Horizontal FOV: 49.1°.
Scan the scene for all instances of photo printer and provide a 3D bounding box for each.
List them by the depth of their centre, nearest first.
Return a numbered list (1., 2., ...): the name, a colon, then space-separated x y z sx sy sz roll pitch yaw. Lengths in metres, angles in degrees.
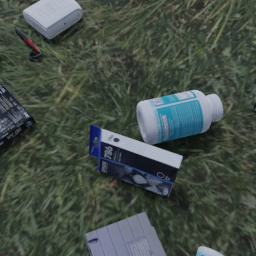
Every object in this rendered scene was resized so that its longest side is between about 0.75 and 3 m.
1. photo printer: -3.204 -5.017 12.281 1.785 0.745 2.146 38 67 20

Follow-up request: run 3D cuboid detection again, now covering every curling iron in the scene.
1. curling iron: -4.281 -3.588 11.769 0.556 0.287 2.244 -31 66 -15

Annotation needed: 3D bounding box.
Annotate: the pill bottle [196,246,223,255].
1. pill bottle: 2.023 3.944 7.388 0.765 0.765 1.381 23 63 12

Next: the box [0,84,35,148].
1. box: -4.574 -0.453 9.969 1.623 0.441 2.026 -41 69 -20

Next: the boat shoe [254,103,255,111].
1. boat shoe: 5.753 -0.334 9.404 2.847 1.320 1.063 36 67 18

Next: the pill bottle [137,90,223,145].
1. pill bottle: 1.726 -0.413 9.368 2.672 1.480 1.480 -12 62 -7

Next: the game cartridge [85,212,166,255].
1. game cartridge: 0.245 3.921 7.341 1.940 0.574 2.992 -11 60 -26

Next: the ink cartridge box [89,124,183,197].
1. ink cartridge box: 0.035 1.005 8.556 2.980 1.482 0.584 19 44 12
